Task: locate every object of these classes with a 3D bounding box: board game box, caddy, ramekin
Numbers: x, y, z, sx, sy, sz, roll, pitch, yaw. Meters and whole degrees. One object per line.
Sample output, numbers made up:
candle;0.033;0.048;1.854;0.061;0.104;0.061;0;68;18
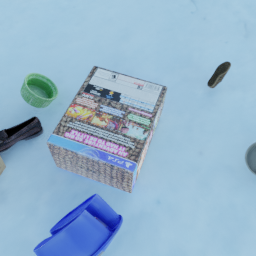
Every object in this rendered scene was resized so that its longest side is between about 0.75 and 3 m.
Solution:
board game box;-0.433;-0.038;7.580;2.208;1.341;2.769;18;58;11
caddy;-0.964;2.302;5.787;1.027;1.957;1.384;49;23;-3
ramekin;-2.731;-1.118;8.557;1.075;0.525;1.075;29;37;-24

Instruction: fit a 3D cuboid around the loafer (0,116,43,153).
loafer;-3.284;0.162;7.821;1.786;0.562;0.642;-25;48;-26

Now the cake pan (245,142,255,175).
cake pan;3.605;0.846;7.290;1.076;0.197;1.076;-6;63;11

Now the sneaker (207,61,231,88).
sneaker;2.951;-1.704;9.019;0.980;0.370;0.345;-50;58;21

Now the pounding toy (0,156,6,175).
pounding toy;-4.768;0.858;6.583;2.681;2.468;1.906;21;57;5
